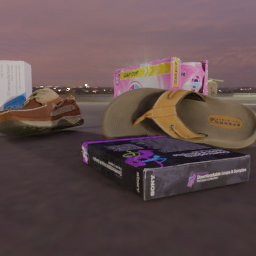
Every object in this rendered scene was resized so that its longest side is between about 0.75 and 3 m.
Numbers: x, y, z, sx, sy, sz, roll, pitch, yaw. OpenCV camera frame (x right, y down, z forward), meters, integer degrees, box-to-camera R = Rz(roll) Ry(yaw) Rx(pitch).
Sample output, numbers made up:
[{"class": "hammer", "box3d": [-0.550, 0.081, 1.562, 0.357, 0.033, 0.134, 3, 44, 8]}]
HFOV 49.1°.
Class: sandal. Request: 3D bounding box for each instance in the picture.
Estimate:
[{"class": "sandal", "box3d": [0.951, -0.181, 4.685, 2.768, 1.112, 0.747, 4, -13, -3]}]

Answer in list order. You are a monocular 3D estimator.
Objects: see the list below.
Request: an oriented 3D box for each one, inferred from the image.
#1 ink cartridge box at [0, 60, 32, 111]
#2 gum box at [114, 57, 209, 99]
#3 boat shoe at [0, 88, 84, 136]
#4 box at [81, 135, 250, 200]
[{"class": "ink cartridge box", "box3d": [-4.584, -1.063, 8.830, 2.817, 2.036, 1.192, -1, 6, -8]}, {"class": "gum box", "box3d": [0.637, -0.618, 6.497, 0.955, 1.640, 2.889, -3, 7, -25]}, {"class": "boat shoe", "box3d": [-2.101, -0.425, 6.890, 1.052, 1.027, 2.781, -11, 0, 19]}, {"class": "box", "box3d": [0.308, 0.374, 3.454, 1.307, 0.330, 1.829, -4, 6, -26]}]
